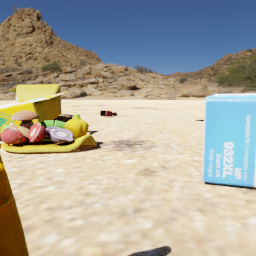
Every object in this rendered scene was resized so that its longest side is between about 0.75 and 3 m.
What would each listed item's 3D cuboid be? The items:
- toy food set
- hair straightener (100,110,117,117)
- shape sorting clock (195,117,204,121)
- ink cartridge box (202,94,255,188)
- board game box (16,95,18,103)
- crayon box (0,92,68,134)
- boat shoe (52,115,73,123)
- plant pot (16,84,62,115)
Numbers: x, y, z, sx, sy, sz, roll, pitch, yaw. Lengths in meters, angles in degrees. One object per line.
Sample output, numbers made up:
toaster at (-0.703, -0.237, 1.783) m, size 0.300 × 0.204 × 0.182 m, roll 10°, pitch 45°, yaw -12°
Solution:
toy food set at (-2.006, 0.034, 6.376) m, size 2.566 × 0.838 × 1.510 m, roll -1°, pitch 7°, yaw -10°
hair straightener at (-1.115, -0.821, 15.043) m, size 0.724 × 0.385 × 1.883 m, roll 2°, pitch 7°, yaw 17°
shape sorting clock at (3.394, -0.407, 12.701) m, size 0.772 × 0.151 × 0.772 m, roll 0°, pitch 7°, yaw 0°
ink cartridge box at (2.725, 0.108, 4.186) m, size 2.930 × 1.227 × 2.126 m, roll 3°, pitch 8°, yaw 21°
board game box at (-4.717, -1.163, 14.673) m, size 1.885 × 1.145 × 2.364 m, roll -4°, pitch 8°, yaw -28°
crayon box at (-3.049, -0.365, 7.816) m, size 2.617 × 0.675 × 1.645 m, roll -11°, pitch 12°, yaw 8°
boat shoe at (-2.170, -0.067, 8.727) m, size 0.493 × 0.526 × 1.460 m, roll 11°, pitch 18°, yaw 28°
plant pot at (-3.030, -0.611, 9.485) m, size 1.478 × 1.478 × 1.303 m, roll -2°, pitch 20°, yaw -11°
